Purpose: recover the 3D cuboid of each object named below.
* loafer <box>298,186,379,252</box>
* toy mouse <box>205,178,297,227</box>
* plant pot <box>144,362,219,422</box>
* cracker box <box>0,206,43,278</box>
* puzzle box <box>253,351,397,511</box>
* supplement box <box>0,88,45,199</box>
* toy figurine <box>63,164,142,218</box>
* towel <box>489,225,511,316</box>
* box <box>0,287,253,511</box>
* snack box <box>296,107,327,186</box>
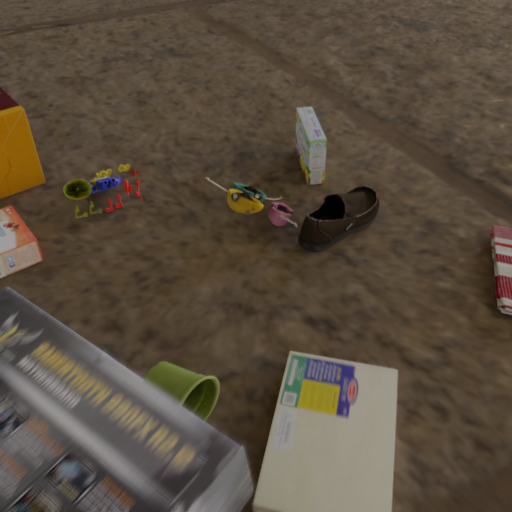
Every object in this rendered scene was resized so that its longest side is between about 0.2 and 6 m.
[{"bbox_3d":[1.566,-0.791,10.032,0.740,0.723,2.026,30,49,30],"label":"loafer"},{"bbox_3d":[0.097,-0.931,10.342,1.787,0.346,1.588,29,18,17],"label":"toy mouse"},{"bbox_3d":[-1.007,1.712,7.078,0.756,0.797,0.797,25,46,29],"label":"plant pot"},{"bbox_3d":[-4.707,-0.051,9.315,1.842,0.531,1.234,-27,48,-27],"label":"cracker box"},{"bbox_3d":[0.935,2.211,6.864,1.501,0.287,2.257,9,41,11],"label":"puzzle box"},{"bbox_3d":[-5.206,-2.285,11.058,1.111,1.650,1.673,-27,48,-28],"label":"supplement box"},{"bbox_3d":[-3.054,-1.246,10.860,1.469,0.775,0.880,-24,18,-29],"label":"toy figurine"},{"bbox_3d":[4.650,0.318,9.140,1.497,0.236,2.078,11,43,9],"label":"towel"},{"bbox_3d":[-2.673,2.364,5.805,4.180,1.010,3.311,24,49,30],"label":"box"},{"bbox_3d":[1.109,-2.279,11.534,0.384,1.031,1.449,-5,40,-5],"label":"snack box"}]
